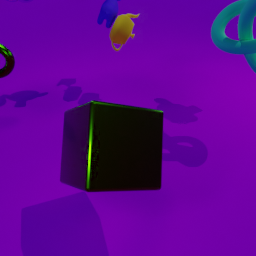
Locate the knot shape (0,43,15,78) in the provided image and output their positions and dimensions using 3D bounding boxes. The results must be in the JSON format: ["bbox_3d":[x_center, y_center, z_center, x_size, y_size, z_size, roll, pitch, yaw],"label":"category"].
[{"bbox_3d":[-4.115,-2.221,7.870,1.686,1.578,0.779,-5,6,-38],"label":"knot shape"}]

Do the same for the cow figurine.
[{"bbox_3d":[-0.509,-3.870,8.730,0.662,1.188,1.207,21,40,-8],"label":"cow figurine"}]

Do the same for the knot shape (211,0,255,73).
[{"bbox_3d":[2.959,-2.040,6.318,0.924,1.872,2.001,-27,16,-37],"label":"knot shape"}]

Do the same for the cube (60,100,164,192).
[{"bbox_3d":[-0.302,0.334,4.713,1.291,1.291,1.291,6,-7,-30],"label":"cube"}]

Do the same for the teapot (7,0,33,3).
[{"bbox_3d":[-2.999,-4.100,7.864,1.067,1.717,0.841,54,16,20],"label":"teapot"}]

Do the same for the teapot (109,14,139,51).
[{"bbox_3d":[-0.116,-3.078,8.791,0.724,0.919,1.479,26,81,-7],"label":"teapot"}]
